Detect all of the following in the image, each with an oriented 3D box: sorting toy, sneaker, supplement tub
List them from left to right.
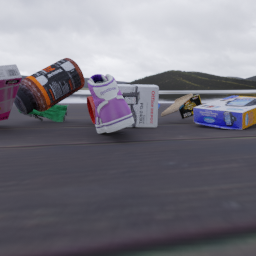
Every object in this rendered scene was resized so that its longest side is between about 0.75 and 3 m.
[{"bbox_3d":[-2.692,-1.375,9.474,2.343,1.253,1.253,-39,28,-31],"label":"supplement tub"},{"bbox_3d":[-0.503,-0.625,6.886,0.883,1.389,2.436,-24,3,-14],"label":"sneaker"},{"bbox_3d":[1.817,-0.817,10.344,1.068,0.195,0.989,-43,12,-33],"label":"sorting toy"}]

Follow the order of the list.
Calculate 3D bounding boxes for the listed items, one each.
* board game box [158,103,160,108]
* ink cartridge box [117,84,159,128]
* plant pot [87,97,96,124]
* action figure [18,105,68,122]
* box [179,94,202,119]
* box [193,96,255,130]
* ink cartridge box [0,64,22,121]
[{"bbox_3d":[0.610,-0.734,9.964,0.848,0.251,1.115,36,42,-3],"label":"board game box"},{"bbox_3d":[0.039,-0.711,8.893,1.814,1.318,0.756,0,10,-6],"label":"ink cartridge box"},{"bbox_3d":[-0.927,-0.727,10.031,0.879,0.994,0.994,-16,10,-15],"label":"plant pot"},{"bbox_3d":[-3.341,-0.620,10.915,1.866,0.510,1.102,8,37,-1],"label":"action figure"},{"bbox_3d":[2.578,-0.881,11.576,0.961,0.768,0.237,-18,13,15],"label":"box"},{"bbox_3d":[3.591,-0.574,9.434,2.948,0.611,1.755,-15,18,-39],"label":"box"},{"bbox_3d":[-4.100,-0.698,8.066,1.404,0.550,2.964,-17,-16,-39],"label":"ink cartridge box"}]
